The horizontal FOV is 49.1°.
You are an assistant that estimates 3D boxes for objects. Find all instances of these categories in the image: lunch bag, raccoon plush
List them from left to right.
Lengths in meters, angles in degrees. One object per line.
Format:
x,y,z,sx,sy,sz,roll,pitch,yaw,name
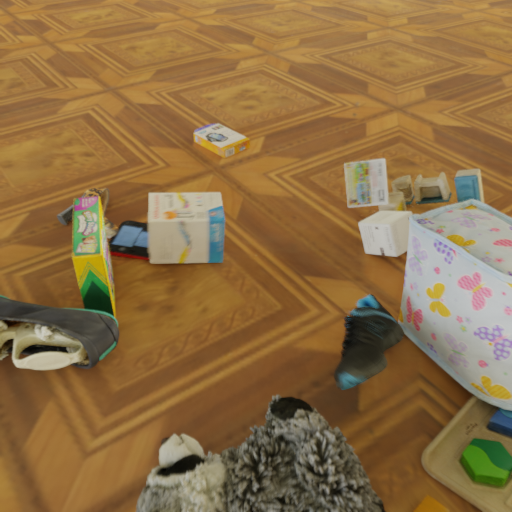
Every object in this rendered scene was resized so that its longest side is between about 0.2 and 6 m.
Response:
0.240,2.887,5.487,2.181,1.575,3.255,-33,49,-24,raccoon plush
3.203,0.654,7.593,1.537,2.050,2.417,-13,31,-17,lunch bag

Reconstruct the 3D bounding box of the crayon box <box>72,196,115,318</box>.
-2.625,0.049,9.039,0.469,1.388,1.608,-9,39,-11,crayon box

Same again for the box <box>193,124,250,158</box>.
-0.890,-2.829,13.604,0.805,0.280,1.352,-29,44,-32,box

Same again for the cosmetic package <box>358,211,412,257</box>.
2.367,-0.408,10.035,0.631,0.630,0.764,-27,19,-29,cosmetic package

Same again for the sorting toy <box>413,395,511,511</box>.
3.019,2.662,6.520,2.676,0.358,1.994,-31,46,-33,sorting toy

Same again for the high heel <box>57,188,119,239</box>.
-2.928,-0.899,10.842,1.675,0.598,1.194,17,47,35,high heel

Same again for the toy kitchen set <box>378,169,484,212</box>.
3.407,-0.891,10.828,1.662,0.979,1.331,-1,32,33,toy kitchen set

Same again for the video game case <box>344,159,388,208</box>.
2.057,-1.350,10.460,0.766,0.842,0.096,-3,6,26,video game case

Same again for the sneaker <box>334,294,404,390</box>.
1.420,1.176,7.737,0.792,0.708,1.934,58,29,0,sneaker

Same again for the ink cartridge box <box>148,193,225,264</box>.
-1.266,-0.509,10.038,1.307,0.945,0.962,-1,39,-9,ink cartridge box

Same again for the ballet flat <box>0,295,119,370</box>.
-3.444,1.130,8.050,2.874,1.050,1.050,7,39,5,ballet flat

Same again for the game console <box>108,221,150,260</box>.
-2.241,-0.310,10.498,0.892,0.157,1.008,6,39,8,game console
